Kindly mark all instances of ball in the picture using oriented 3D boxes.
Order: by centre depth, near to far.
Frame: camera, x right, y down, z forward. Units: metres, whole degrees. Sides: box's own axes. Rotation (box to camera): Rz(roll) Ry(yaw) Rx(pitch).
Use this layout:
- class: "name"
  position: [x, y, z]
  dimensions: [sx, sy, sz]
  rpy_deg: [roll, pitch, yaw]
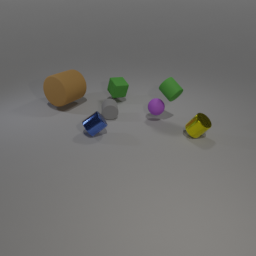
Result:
- class: "ball"
  position: [1.167, -0.874, 11.557]
  dimensions: [0.700, 0.700, 0.700]
  rpy_deg: [0, 29, 0]

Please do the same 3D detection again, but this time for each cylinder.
- class: "cylinder"
  position: [2.610, -0.091, 10.404]
  dimensions: [0.700, 0.700, 0.700]
  rpy_deg: [19, 47, -22]
- class: "cylinder"
  position: [-1.244, -0.161, 10.561]
  dimensions: [0.700, 0.700, 0.700]
  rpy_deg: [-36, 31, 6]
- class: "cylinder"
  position: [1.690, -1.519, 11.016]
  dimensions: [0.700, 0.700, 0.700]
  rpy_deg: [-26, 70, -38]
- class: "cylinder"
  position: [-0.780, -0.810, 11.993]
  dimensions: [0.700, 0.700, 0.700]
  rpy_deg: [-3, 29, -5]
- class: "cylinder"
  position: [-2.840, -1.827, 12.691]
  dimensions: [1.400, 1.400, 1.400]
  rpy_deg: [16, 29, 27]

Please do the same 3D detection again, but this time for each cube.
- class: "cube"
  position: [-0.476, -1.913, 13.184]
  dimensions: [0.700, 0.700, 0.700]
  rpy_deg: [-9, 46, -29]
